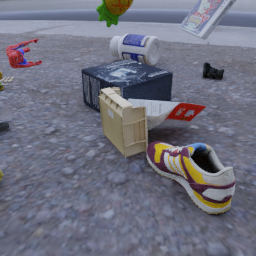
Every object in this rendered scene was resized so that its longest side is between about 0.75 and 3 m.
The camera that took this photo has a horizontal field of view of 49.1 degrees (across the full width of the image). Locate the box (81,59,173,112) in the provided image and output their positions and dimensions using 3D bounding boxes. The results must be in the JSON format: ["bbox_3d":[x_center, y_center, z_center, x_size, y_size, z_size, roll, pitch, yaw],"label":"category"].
[{"bbox_3d":[-0.054,-1.513,10.733,2.484,1.483,2.526,-22,37,-34],"label":"box"}]

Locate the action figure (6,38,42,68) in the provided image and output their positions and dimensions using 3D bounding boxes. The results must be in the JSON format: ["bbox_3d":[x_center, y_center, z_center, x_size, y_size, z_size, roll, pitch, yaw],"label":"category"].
[{"bbox_3d":[-3.093,-2.300,8.794,1.128,0.744,2.279,-13,16,-4],"label":"action figure"}]

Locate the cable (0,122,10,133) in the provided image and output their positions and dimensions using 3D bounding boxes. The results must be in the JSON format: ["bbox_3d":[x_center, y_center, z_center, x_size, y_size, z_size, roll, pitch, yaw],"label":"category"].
[{"bbox_3d":[-4.826,0.397,8.493,1.229,0.637,2.532,-4,12,26],"label":"cable"}]

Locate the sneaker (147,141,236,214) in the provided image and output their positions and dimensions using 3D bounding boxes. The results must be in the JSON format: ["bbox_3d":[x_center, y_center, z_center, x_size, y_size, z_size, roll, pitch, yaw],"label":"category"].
[{"bbox_3d":[1.438,0.745,6.769,1.037,1.247,2.767,-17,33,-29],"label":"sneaker"}]

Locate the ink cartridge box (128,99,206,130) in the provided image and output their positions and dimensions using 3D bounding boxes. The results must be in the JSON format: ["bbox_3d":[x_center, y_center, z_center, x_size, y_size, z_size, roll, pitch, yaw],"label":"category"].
[{"bbox_3d":[1.018,-0.307,8.543,2.238,0.529,1.791,5,-13,-2],"label":"ink cartridge box"}]

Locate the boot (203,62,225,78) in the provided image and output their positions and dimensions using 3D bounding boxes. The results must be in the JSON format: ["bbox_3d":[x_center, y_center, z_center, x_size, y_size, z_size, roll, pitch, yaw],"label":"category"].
[{"bbox_3d":[4.393,-2.940,14.332,1.041,0.524,1.392,2,38,18],"label":"boot"}]

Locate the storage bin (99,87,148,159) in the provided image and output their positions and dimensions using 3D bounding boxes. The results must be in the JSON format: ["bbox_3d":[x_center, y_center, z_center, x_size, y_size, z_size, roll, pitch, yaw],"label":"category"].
[{"bbox_3d":[-0.160,-0.223,8.234,0.761,1.612,1.623,-17,33,-22],"label":"storage bin"}]

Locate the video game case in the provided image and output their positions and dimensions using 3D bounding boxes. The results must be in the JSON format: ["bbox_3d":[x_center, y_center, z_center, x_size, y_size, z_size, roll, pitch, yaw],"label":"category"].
[{"bbox_3d":[2.288,-3.363,8.009,0.196,1.558,1.710,30,17,-25],"label":"video game case"}]

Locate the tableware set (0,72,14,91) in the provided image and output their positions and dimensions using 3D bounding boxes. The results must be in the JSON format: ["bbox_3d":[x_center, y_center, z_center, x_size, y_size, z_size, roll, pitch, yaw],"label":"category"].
[{"bbox_3d":[-6.481,-2.156,13.066,1.710,0.390,2.539,-2,29,-2],"label":"tableware set"}]

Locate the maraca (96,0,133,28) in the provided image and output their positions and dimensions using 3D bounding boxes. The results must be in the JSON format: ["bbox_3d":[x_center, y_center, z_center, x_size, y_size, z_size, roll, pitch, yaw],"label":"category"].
[{"bbox_3d":[-0.182,-1.956,4.284,0.556,0.811,0.434,22,10,-45],"label":"maraca"}]

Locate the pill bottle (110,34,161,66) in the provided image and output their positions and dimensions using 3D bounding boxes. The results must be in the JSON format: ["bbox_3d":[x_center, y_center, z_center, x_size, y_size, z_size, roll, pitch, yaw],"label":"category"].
[{"bbox_3d":[0.381,-4.602,16.286,2.718,1.627,1.627,17,33,28],"label":"pill bottle"}]

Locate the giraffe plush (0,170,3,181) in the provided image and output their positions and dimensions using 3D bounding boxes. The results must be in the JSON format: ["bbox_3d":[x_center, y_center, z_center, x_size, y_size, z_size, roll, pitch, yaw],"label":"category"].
[{"bbox_3d":[-3.926,0.907,6.234,1.607,1.710,1.982,-35,20,-26],"label":"giraffe plush"}]
